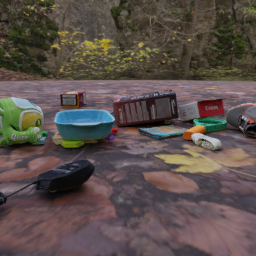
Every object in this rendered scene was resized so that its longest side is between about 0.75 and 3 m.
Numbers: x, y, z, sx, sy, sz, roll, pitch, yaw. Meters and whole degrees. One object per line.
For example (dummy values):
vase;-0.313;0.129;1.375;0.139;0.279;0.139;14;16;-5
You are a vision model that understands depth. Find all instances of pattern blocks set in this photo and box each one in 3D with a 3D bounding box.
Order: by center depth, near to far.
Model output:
pattern blocks set;-1.516;0.265;8.290;2.295;0.186;2.017;1;12;5

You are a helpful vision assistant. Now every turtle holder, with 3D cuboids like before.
turtle holder;-2.985;-0.222;7.736;1.231;1.318;1.734;-9;2;-30

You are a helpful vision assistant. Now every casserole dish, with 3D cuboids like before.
casserole dish;-1.318;-0.133;8.448;1.675;0.536;2.765;-3;12;-11

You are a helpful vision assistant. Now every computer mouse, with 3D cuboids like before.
computer mouse;-1.519;1.044;4.484;2.355;0.401;0.690;-18;11;-37

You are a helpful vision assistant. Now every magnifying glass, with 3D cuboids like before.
magnifying glass;2.519;-0.022;9.393;1.140;0.321;2.864;8;15;31

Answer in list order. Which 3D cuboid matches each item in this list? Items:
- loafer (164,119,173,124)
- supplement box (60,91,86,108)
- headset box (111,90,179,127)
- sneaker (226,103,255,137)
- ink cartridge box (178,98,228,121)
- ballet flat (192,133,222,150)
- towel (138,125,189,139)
loafer;1.623;-0.373;11.071;0.294;0.257;0.817;4;14;19
supplement box;-3.032;-1.627;15.692;0.986;0.766;1.788;1;12;5
headset box;0.555;-0.795;10.816;2.545;0.955;1.891;-8;11;5
sneaker;3.888;-0.187;8.773;1.018;0.958;2.486;-13;16;-25
ink cartridge box;3.034;-0.732;11.044;1.544;0.647;1.355;-9;-2;-34
ballet flat;2.044;0.376;7.593;0.348;0.348;1.001;-9;16;-35
towel;1.226;0.097;9.152;1.513;0.164;1.109;-8;15;-33
